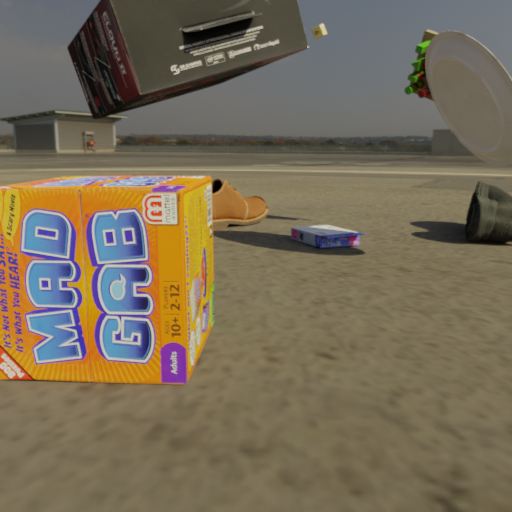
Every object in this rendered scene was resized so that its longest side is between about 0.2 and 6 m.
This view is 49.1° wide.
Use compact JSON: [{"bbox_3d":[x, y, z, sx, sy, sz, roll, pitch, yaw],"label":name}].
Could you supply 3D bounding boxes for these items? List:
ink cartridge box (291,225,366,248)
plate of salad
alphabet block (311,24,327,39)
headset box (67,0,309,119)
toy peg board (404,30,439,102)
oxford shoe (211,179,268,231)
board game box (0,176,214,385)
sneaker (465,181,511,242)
[{"bbox_3d":[1.440,-0.389,11.380,0.910,0.320,1.524,-5,9,-23],"label":"ink cartridge box"},{"bbox_3d":[3.251,-2.299,8.179,0.530,2.209,2.209,-32,15,-3],"label":"plate of salad"},{"bbox_3d":[1.289,-4.595,11.467,0.216,0.220,0.215,-13,19,38],"label":"alphabet block"},{"bbox_3d":[-1.110,-3.146,8.332,2.602,1.313,3.501,-24,17,-23],"label":"headset box"},{"bbox_3d":[3.614,-3.587,11.079,1.271,1.276,0.624,34,49,28],"label":"toy peg board"},{"bbox_3d":[-0.670,-1.343,14.016,1.185,1.185,3.324,5,11,30],"label":"oxford shoe"},{"bbox_3d":[-1.350,0.110,5.420,1.672,1.673,1.671,1,11,3],"label":"board game box"},{"bbox_3d":[5.329,-0.841,12.192,1.401,1.172,3.086,13,22,17],"label":"sneaker"}]
